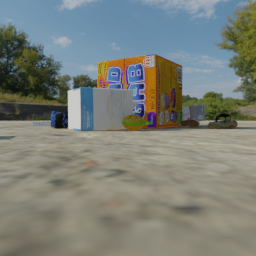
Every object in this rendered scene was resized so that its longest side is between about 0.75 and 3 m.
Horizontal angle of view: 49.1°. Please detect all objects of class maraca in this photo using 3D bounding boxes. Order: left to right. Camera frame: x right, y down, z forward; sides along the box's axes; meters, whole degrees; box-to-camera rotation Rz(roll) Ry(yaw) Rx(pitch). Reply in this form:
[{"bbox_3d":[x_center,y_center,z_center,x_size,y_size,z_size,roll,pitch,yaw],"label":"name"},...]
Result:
[{"bbox_3d":[0.271,-0.165,8.735,0.949,0.507,0.650,2,12,-2],"label":"maraca"}]

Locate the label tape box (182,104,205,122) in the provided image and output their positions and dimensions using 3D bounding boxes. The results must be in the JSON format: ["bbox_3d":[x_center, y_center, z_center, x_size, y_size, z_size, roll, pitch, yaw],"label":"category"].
[{"bbox_3d":[2.324,-0.605,13.947,2.633,0.870,1.886,-4,0,4],"label":"label tape box"}]

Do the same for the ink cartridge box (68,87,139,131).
[{"bbox_3d":[-0.805,-0.609,9.412,2.117,1.326,1.361,-1,2,-28],"label":"ink cartridge box"}]

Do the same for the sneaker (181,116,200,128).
[{"bbox_3d":[2.702,-0.252,11.476,0.586,0.371,1.042,-17,10,-28],"label":"sneaker"}]

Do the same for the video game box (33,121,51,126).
[{"bbox_3d":[-4.195,-0.237,14.365,1.062,0.273,1.166,-3,2,-2],"label":"video game box"}]

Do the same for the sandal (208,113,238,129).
[{"bbox_3d":[3.698,-0.290,10.899,0.863,0.580,2.147,-1,2,35],"label":"sandal"}]

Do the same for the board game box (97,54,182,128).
[{"bbox_3d":[0.561,-1.370,11.757,2.675,2.677,2.674,1,2,31],"label":"board game box"}]

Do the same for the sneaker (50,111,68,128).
[{"bbox_3d":[-2.724,-0.313,11.396,0.784,0.705,2.011,3,8,-14],"label":"sneaker"}]
